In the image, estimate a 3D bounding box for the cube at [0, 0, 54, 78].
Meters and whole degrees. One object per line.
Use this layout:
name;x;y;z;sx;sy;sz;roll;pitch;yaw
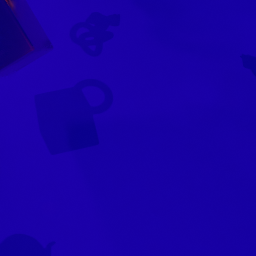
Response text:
cube;-2.638;-1.942;5.953;1.319;1.319;1.319;-27;104;10
